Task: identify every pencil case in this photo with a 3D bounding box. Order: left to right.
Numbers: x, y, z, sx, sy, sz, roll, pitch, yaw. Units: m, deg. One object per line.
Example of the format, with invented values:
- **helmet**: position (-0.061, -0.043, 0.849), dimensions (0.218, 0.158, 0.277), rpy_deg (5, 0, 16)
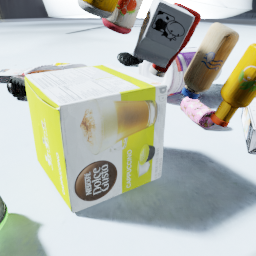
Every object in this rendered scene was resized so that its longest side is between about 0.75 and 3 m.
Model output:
- **pencil case**: position (2.058, -0.503, 8.291), dimensions (0.596, 0.570, 1.377), rpy_deg (9, 21, -21)

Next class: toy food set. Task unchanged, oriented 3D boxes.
- **toy food set**: position (0.391, -0.786, 2.878), dimensions (1.954, 0.879, 0.933), rpy_deg (18, 30, -14)

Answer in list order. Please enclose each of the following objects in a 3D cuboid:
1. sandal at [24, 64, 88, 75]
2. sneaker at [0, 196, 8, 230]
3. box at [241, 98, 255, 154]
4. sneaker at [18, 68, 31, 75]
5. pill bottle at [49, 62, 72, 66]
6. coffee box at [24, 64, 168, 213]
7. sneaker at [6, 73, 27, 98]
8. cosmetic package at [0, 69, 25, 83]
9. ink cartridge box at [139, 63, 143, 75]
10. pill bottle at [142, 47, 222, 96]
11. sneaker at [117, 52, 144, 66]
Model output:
- **sandal**: position (-2.703, -1.941, 10.900), dimensions (1.161, 0.868, 3.030), rpy_deg (-10, 7, 33)
- **sneaker**: position (-2.245, 1.502, 3.801), dimensions (0.781, 0.852, 2.035), rpy_deg (-4, 26, -8)
- **box**: position (3.753, -0.086, 7.289), dimensions (1.318, 0.680, 2.260), rpy_deg (7, 27, 14)
- **sneaker**: position (-3.624, -2.114, 11.543), dimensions (1.675, 0.632, 0.964), rpy_deg (-14, 27, -31)
- **pill bottle**: position (-2.996, -2.607, 12.568), dimensions (1.154, 0.642, 0.642), rpy_deg (6, 26, 15)
- **coffee box**: position (-0.679, 0.006, 5.535), dimensions (2.006, 2.025, 2.028), rpy_deg (-15, 30, -29)
- **sneaker**: position (-3.595, -1.410, 9.894), dimensions (1.115, 0.807, 2.283), rpy_deg (-21, 30, -37)
- **cosmetic package**: position (-5.314, -2.289, 12.231), dimensions (1.433, 0.370, 1.081), rpy_deg (0, 29, 0)
- **ink cartridge box**: position (1.538, -2.364, 12.037), dimensions (1.137, 0.655, 1.963), rpy_deg (-23, 34, -39)
- **pill bottle**: position (2.098, -2.130, 10.335), dimensions (2.924, 1.629, 1.629), rpy_deg (-14, 29, -35)
- **sneaker**: position (0.353, -3.569, 14.642), dimensions (1.879, 0.694, 0.745), rpy_deg (7, 17, 2)
